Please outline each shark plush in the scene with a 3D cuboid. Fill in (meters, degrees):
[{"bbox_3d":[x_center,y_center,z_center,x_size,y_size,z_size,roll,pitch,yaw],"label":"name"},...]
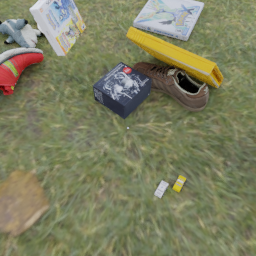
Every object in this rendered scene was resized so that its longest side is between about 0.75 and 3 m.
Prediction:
[{"bbox_3d":[-4.366,-3.555,10.401,2.337,1.062,0.973,19,88,7],"label":"shark plush"}]

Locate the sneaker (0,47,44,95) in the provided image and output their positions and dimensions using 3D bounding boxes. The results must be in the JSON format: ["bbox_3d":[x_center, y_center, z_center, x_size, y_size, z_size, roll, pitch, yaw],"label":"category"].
[{"bbox_3d":[-3.936,-1.734,9.040,1.148,1.266,2.982,-7,22,45],"label":"sneaker"}]

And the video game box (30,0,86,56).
[{"bbox_3d":[-1.747,-2.820,7.267,0.324,1.382,1.259,11,58,30],"label":"video game box"}]

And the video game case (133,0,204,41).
[{"bbox_3d":[1.695,-4.611,11.376,2.219,0.268,2.434,20,58,13],"label":"video game case"}]

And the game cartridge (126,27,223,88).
[{"bbox_3d":[1.536,-2.130,8.619,2.710,2.389,0.440,33,102,20],"label":"game cartridge"}]

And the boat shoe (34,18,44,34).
[{"bbox_3d":[-3.209,-4.124,10.803,0.547,0.535,1.544,-10,52,-40],"label":"boat shoe"}]

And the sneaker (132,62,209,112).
[{"bbox_3d":[1.325,-1.605,8.862,2.784,1.052,0.981,31,61,19],"label":"sneaker"}]

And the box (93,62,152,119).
[{"bbox_3d":[-0.162,-1.203,8.788,1.260,0.720,1.383,34,63,19],"label":"box"}]

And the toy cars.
[{"bbox_3d":[1.113,1.489,7.268,0.960,0.213,0.430,-15,57,-10],"label":"toy cars"}]
